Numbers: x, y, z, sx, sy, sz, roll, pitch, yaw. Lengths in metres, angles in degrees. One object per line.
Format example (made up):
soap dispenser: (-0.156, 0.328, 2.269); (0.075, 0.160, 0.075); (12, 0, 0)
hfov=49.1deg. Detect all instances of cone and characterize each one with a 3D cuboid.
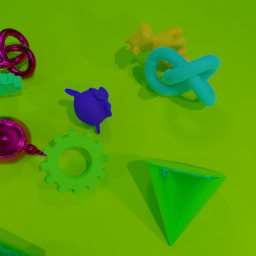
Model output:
cone: (1.031, 1.634, 5.785); (1.670, 1.670, 1.676); (10, 90, 5)

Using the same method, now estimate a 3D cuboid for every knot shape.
knot shape: (-3.111, -2.058, 7.552); (1.372, 0.634, 1.284); (7, 76, -8)
knot shape: (1.248, -1.285, 6.851); (1.881, 2.010, 0.929); (18, 85, 26)

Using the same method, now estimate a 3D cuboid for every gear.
gear: (-1.150, 0.739, 6.123); (1.391, 0.257, 1.391); (-1, 95, -13)
gear: (-3.231, -1.031, 6.674); (1.309, 1.309, 0.242); (-7, 86, -4)

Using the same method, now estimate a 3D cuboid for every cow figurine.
cow figurine: (0.769, -2.081, 7.345); (1.488, 1.512, 0.830); (-15, 54, 13)

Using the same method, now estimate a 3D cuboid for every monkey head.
monkey head: (-0.840, -0.561, 6.691); (0.831, 1.379, 0.992); (-28, 25, 17)

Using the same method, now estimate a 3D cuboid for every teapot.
teapot: (-2.698, 0.286, 6.302); (1.807, 0.885, 1.124); (24, 78, -16)

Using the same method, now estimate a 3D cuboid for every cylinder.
cylinder: (-2.134, 2.650, 4.864); (1.127, 1.127, 1.127); (29, 65, -12)
